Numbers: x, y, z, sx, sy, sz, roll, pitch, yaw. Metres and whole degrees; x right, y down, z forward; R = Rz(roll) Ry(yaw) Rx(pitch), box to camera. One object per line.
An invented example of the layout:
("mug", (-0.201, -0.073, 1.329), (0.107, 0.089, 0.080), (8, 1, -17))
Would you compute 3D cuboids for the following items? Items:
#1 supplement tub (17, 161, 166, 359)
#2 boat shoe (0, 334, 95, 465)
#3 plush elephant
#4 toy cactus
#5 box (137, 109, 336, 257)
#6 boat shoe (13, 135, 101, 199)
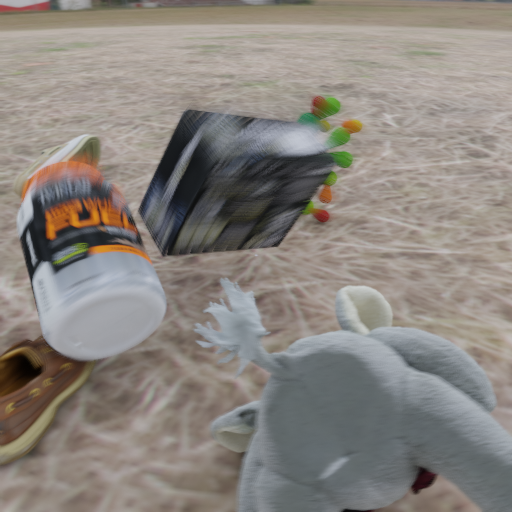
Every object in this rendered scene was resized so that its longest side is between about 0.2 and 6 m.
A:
("supplement tub", (-2.194, -0.024, 7.215), (1.475, 1.475, 2.408), (-13, 53, -24))
("boat shoe", (-2.633, 1.380, 6.792), (0.845, 0.793, 2.347), (-3, 26, 11))
("plush elephant", (0.841, 1.553, 5.330), (3.061, 2.521, 2.370), (49, 7, 16))
("toy cactus", (0.928, -2.153, 11.511), (2.167, 2.626, 1.343), (15, 1, -2))
("box", (-0.299, -1.067, 8.659), (2.395, 1.961, 1.031), (-6, 52, -41))
("boat shoe", (-4.561, -2.133, 13.096), (1.031, 1.127, 3.015), (9, 30, 4))
